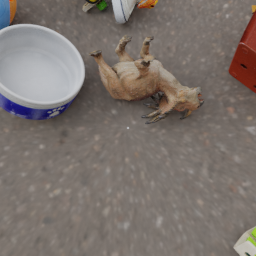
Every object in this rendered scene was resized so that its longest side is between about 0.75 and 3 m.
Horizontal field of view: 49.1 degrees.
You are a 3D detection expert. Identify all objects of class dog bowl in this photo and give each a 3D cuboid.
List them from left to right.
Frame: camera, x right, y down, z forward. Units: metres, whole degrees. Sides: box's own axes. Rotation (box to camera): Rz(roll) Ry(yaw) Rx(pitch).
[{"bbox_3d":[-2.204,-1.333,6.715,2.205,0.869,2.205,12,61,-22],"label":"dog bowl"}]

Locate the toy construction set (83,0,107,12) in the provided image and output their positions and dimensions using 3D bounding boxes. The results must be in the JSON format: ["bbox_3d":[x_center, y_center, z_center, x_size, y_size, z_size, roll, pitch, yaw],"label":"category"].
[{"bbox_3d":[-1.105,-4.778,8.384,2.606,2.002,2.173,-47,28,-1],"label":"toy construction set"}]

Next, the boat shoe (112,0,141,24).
[{"bbox_3d":[0.206,-4.324,8.389,1.230,1.065,2.884,-3,59,11],"label":"boat shoe"}]

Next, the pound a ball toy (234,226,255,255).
[{"bbox_3d":[2.969,2.694,5.598,0.973,0.634,1.493,-27,66,-39],"label":"pound a ball toy"}]

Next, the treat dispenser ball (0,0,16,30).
[{"bbox_3d":[-4.089,-3.499,7.545,2.022,2.022,2.022,0,66,0],"label":"treat dispenser ball"}]

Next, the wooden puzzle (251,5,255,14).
[{"bbox_3d":[4.762,-3.116,8.349,2.370,0.167,1.406,29,69,12],"label":"wooden puzzle"}]

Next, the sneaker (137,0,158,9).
[{"bbox_3d":[0.546,-3.599,8.150,0.383,0.992,0.362,36,93,-23],"label":"sneaker"}]

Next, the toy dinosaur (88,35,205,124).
[{"bbox_3d":[0.201,-1.069,6.897,2.980,2.020,1.279,13,44,32],"label":"toy dinosaur"}]

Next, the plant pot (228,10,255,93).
[{"bbox_3d":[3.940,-1.952,6.619,2.617,2.619,2.308,42,88,16],"label":"plant pot"}]
